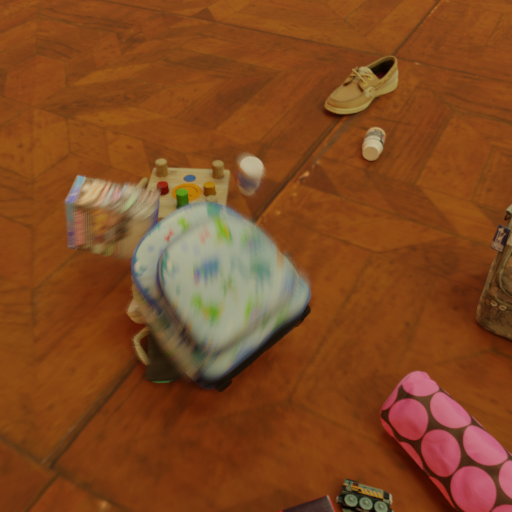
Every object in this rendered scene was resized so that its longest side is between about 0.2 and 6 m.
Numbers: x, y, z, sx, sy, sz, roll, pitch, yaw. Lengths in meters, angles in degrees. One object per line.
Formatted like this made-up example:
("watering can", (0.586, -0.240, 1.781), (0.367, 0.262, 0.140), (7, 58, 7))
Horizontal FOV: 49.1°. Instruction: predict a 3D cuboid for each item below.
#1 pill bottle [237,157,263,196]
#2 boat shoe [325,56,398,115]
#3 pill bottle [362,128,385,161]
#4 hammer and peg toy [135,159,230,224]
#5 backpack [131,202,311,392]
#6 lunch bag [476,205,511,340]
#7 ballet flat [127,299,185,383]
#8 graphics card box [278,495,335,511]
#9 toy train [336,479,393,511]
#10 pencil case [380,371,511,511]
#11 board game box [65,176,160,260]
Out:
("pill bottle", (-0.146, -1.629, 11.635), (0.472, 0.842, 0.472), (4, 61, -7))
("boat shoe", (2.939, -4.793, 15.538), (1.041, 0.934, 2.813), (32, 52, 29))
("pill bottle", (2.871, -2.734, 13.727), (0.494, 0.494, 0.849), (12, 46, 12))
("hammer and peg toy", (-1.856, -1.363, 12.011), (2.491, 0.878, 1.832), (3, 44, 3))
("backpack", (-0.647, 0.407, 8.564), (2.271, 1.823, 2.481), (-37, 72, -23))
("lunch bag", (5.170, 0.389, 9.223), (2.629, 2.205, 1.832), (24, 49, 23))
("ballet flat", (-1.753, 1.093, 9.468), (0.789, 0.785, 2.307), (-24, 51, 8))
("graphics card box", (-0.144, 4.124, 6.416), (2.899, 0.737, 1.819), (-13, 46, -11))
("toy train", (1.475, 3.306, 7.589), (0.757, 0.323, 0.432), (10, 35, 10))
("pencil case", (2.739, 2.765, 7.692), (1.076, 1.111, 2.372), (18, 23, -46))
("board game box", (-2.480, -0.613, 9.746), (1.441, 1.149, 0.698), (12, 47, -6))
